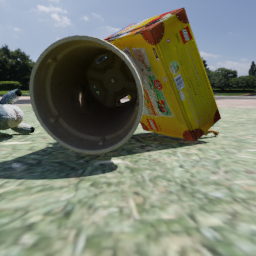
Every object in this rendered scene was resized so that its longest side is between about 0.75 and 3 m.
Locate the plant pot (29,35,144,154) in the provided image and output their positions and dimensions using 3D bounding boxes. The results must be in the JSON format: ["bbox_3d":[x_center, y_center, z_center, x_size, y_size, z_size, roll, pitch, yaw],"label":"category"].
[{"bbox_3d":[-0.524,-0.778,5.506,2.028,2.028,1.856,2,19,14],"label":"plant pot"}]

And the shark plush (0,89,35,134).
[{"bbox_3d":[-3.877,-0.347,7.628,2.746,1.248,1.144,5,21,24],"label":"shark plush"}]

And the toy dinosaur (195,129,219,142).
[{"bbox_3d":[1.867,0.086,7.190,1.203,0.363,0.639,-7,12,-38],"label":"toy dinosaur"}]

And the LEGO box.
[{"bbox_3d":[0.793,-1.181,6.824,1.059,2.745,2.044,-37,26,-23],"label":"LEGO box"}]
